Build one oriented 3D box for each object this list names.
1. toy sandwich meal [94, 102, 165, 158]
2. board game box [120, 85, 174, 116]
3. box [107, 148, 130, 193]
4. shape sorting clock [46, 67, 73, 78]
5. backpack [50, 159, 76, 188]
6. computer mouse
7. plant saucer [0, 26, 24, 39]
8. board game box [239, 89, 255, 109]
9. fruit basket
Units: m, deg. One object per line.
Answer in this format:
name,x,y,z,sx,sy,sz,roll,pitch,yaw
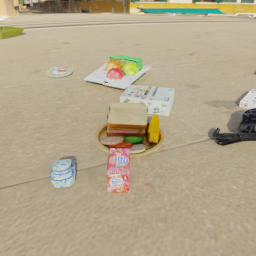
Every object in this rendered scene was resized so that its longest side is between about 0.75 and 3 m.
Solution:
toy sandwich meal,0.062,0.005,9.856,2.778,0.951,2.778,0,28,0
board game box,0.883,-1.277,12.510,2.178,0.700,1.607,8,29,13
box,-0.247,1.186,8.005,0.622,0.649,1.303,1,28,1
shape sorting clock,-4.105,-3.383,16.783,1.578,0.310,1.578,0,28,0
backpack,-1.855,1.279,7.930,0.708,0.568,0.774,-7,33,-6
computer mouse,4.203,0.038,10.222,1.951,0.640,2.779,-7,20,30
plant saucer,-12.131,-9.226,27.117,2.995,0.718,3.000,14,32,24
board game box,6.024,-1.272,12.868,1.194,0.327,1.892,20,34,32
fruit basket,-0.514,-2.923,15.263,2.659,1.346,2.871,16,46,26
